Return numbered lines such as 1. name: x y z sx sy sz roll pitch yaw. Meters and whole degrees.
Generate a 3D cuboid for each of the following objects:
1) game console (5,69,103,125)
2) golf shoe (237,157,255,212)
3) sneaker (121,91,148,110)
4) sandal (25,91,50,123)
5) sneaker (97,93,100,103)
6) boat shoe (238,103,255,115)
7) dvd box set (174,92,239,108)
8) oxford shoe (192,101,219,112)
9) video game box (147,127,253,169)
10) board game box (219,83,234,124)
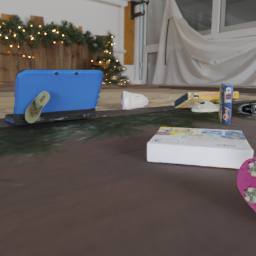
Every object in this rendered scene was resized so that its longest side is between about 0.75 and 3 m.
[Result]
1. game console: -2.539 -1.071 9.475 2.808 1.661 2.397 -7 10 -34
2. golf shoe: 2.147 0.812 2.810 0.957 0.788 2.091 11 5 -36
3. sneaker: 0.340 -1.351 13.360 1.137 0.854 2.282 3 11 15
4. sandal: -2.694 -0.627 8.202 0.426 1.074 0.306 34 10 -5
5. sneaker: -2.118 -1.884 16.127 0.993 0.850 2.396 7 14 0
6. boat shoe: 5.089 -0.746 11.060 0.518 0.549 1.529 -7 10 -32
7. dvd box set: 3.611 -1.316 13.126 2.446 0.360 1.790 -2 -8 -11
8. oxford shoe: 3.558 -0.973 12.421 1.669 0.482 0.628 -3 9 -24
9. video game box: 1.425 0.340 5.686 1.829 0.428 1.666 3 14 16
10. board game box: 3.502 -0.940 10.078 0.329 1.287 1.900 2 12 15
